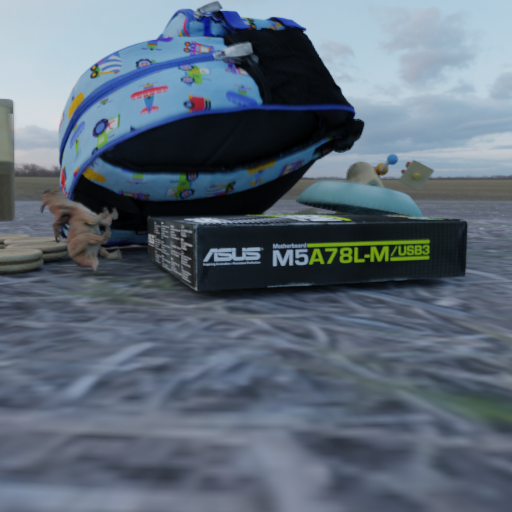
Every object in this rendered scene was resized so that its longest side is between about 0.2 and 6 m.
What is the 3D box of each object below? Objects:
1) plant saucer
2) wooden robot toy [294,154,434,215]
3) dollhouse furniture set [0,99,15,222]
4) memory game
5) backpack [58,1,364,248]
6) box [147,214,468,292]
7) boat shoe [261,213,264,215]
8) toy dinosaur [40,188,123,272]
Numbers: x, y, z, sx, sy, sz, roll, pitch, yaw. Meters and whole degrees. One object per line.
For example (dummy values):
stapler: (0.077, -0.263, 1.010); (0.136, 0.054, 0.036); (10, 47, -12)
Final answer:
plant saucer: (1.407, -0.745, 7.551); (1.725, 0.310, 1.725); (10, 2, 0)
wooden robot toy: (1.643, -0.993, 8.782); (2.225, 0.980, 1.009); (-32, 28, 22)
dollhouse furniture set: (-2.831, -0.077, 4.444); (1.780, 1.871, 1.525); (-3, -33, -25)
memory game: (-4.536, 0.004, 7.296); (4.062, 0.259, 4.062); (0, 8, 0)
backpack: (-1.181, -1.852, 8.817); (4.255, 2.862, 3.884); (-15, -18, -36)
box: (0.354, -0.161, 6.694); (2.930, 0.721, 3.034); (0, 5, -18)
boat shoe: (-0.201, -0.911, 13.289); (0.661, 0.620, 1.837); (2, 7, 13)
toy dinosaur: (-2.063, -0.225, 6.573); (0.821, 1.211, 0.520); (-15, -26, 0)
